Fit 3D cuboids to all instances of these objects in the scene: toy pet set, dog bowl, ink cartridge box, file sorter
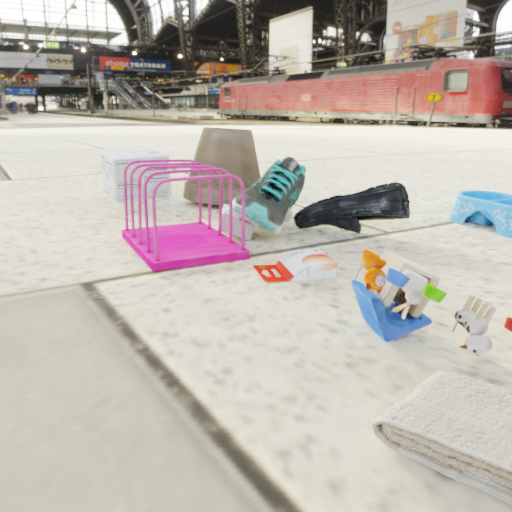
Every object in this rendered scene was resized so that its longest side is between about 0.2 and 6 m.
[{"bbox_3d":[1.617,0.605,6.093,1.753,0.931,1.637,22,12,-20],"label":"toy pet set"},{"bbox_3d":[5.252,-0.912,11.856,1.401,0.623,2.513,-7,18,-24],"label":"dog bowl"},{"bbox_3d":[-0.384,-0.666,11.091,0.683,0.392,0.940,19,15,-6],"label":"ink cartridge box"},{"bbox_3d":[-1.367,-0.869,10.081,1.694,1.529,2.438,-7,18,-24],"label":"file sorter"},{"bbox_3d":[0.594,0.133,8.895,1.160,0.291,0.941,-1,16,-13],"label":"ink cartridge box"}]

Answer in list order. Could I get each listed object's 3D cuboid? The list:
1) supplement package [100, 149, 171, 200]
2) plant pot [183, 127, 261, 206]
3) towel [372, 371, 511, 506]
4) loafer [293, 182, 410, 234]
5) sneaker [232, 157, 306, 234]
[{"bbox_3d":[-3.412,-2.335,15.795,1.555,1.107,1.996,-8,19,-23],"label":"supplement package"},{"bbox_3d":[-0.784,-2.323,14.283,2.109,1.830,2.109,3,12,-1],"label":"plant pot"},{"bbox_3d":[2.017,1.447,4.379,1.852,0.319,1.227,14,20,40],"label":"towel"},{"bbox_3d":[1.909,-0.835,11.264,2.336,0.820,0.793,-13,-7,14],"label":"loafer"},{"bbox_3d":[0.350,-1.326,10.983,1.144,1.346,2.950,28,17,2],"label":"sneaker"}]
